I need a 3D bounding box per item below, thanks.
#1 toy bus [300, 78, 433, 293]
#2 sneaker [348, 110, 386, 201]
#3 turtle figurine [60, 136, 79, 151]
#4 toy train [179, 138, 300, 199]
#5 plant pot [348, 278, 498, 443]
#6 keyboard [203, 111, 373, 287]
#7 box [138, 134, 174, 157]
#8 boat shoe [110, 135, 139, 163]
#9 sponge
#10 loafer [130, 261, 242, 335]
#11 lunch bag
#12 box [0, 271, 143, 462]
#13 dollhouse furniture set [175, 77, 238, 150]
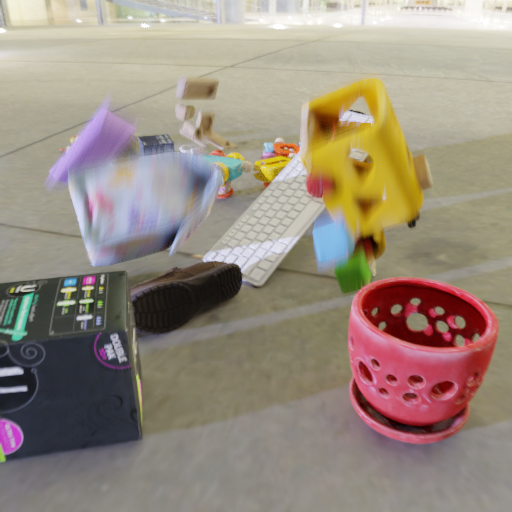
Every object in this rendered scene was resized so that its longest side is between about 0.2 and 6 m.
[{"bbox_3d":[1.693,-1.035,7.930,1.462,2.669,2.829,-17,-2,23],"label":"toy bus"},{"bbox_3d":[1.869,-2.585,12.563,1.313,1.903,3.420,-38,35,6],"label":"sneaker"},{"bbox_3d":[-4.705,-3.158,15.451,1.046,0.418,1.297,11,30,20],"label":"turtle figurine"},{"bbox_3d":[-0.117,-2.013,12.933,3.135,0.872,2.355,-5,26,-15],"label":"toy train"},{"bbox_3d":[1.781,1.163,6.262,1.522,1.386,1.522,0,29,0],"label":"plant pot"},{"bbox_3d":[0.874,-1.239,10.207,1.262,0.239,4.482,20,58,36],"label":"keyboard"},{"bbox_3d":[-2.646,-2.857,14.826,0.819,0.468,0.900,-7,28,-16],"label":"box"},{"bbox_3d":[-2.602,-1.630,11.123,0.537,1.502,0.493,8,-4,5],"label":"boat shoe"},{"bbox_3d":[-2.431,-1.577,8.393,0.190,1.273,0.710,48,12,20],"label":"sponge"},{"bbox_3d":[-1.164,0.567,8.234,2.076,0.758,0.737,-15,23,-40],"label":"loafer"},{"bbox_3d":[-1.626,-0.686,8.673,2.171,1.380,1.841,-17,-7,-16],"label":"lunch bag"},{"bbox_3d":[-2.331,1.179,6.070,2.058,1.528,1.279,-6,28,-10],"label":"box"},{"bbox_3d":[-1.034,-3.127,12.385,1.226,1.290,1.051,-15,42,-45],"label":"dollhouse furniture set"}]
